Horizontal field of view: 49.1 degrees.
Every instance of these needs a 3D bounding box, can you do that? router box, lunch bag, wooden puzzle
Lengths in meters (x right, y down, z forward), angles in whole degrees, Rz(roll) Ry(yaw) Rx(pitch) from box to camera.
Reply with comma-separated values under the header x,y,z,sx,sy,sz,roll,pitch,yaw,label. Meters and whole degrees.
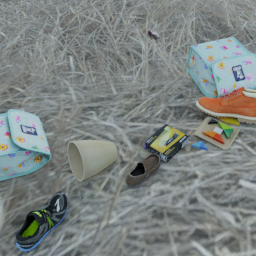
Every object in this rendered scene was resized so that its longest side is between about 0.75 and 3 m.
x,y,z,sx,sy,sz,roll,pitch,yaw,label
1.433,0.539,10.519,1.092,0.363,1.389,31,51,29,router box
4.462,-2.664,12.907,2.536,1.815,2.977,-15,51,-14,lunch bag
-4.094,0.538,9.675,2.534,1.545,2.159,-15,47,-20,lunch bag
3.511,0.127,11.039,1.551,0.269,2.299,20,47,20,wooden puzzle

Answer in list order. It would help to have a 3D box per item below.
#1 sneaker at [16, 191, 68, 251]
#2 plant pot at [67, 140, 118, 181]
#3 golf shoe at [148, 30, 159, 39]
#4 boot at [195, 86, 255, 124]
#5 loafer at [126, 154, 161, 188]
x,y,z,sx,sy,sz,roll,pitch,yaw,label
-2.414,2.586,8.032,0.682,0.797,1.924,24,48,21,sneaker
-1.136,0.954,9.554,1.441,1.350,1.350,-13,43,-32,plant pot
1.570,-5.778,17.322,0.391,0.308,0.848,-18,52,-37,golf shoe
4.159,-1.129,11.477,2.613,1.401,0.980,10,32,11,boot
0.586,1.369,9.486,0.591,0.575,1.619,28,50,26,loafer
